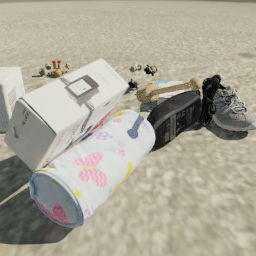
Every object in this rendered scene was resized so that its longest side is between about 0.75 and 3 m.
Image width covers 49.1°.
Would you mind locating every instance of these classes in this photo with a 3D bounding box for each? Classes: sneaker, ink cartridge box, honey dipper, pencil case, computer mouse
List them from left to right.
[{"bbox_3d":[-1.165,-0.270,5.462,0.875,1.524,2.099,45,46,4],"label":"ink cartridge box"},{"bbox_3d":[-0.594,0.673,5.903,1.348,1.235,2.971,38,41,9],"label":"pencil case"},{"bbox_3d":[0.907,-0.918,6.606,0.452,0.452,2.380,-15,5,-25],"label":"honey dipper"},{"bbox_3d":[1.497,-1.166,9.933,0.911,0.525,1.574,3,30,6],"label":"ink cartridge box"},{"bbox_3d":[1.347,-0.370,7.608,2.614,1.810,0.689,-29,51,-24],"label":"computer mouse"},{"bbox_3d":[3.052,-0.757,8.661,0.971,1.066,2.600,-9,31,-16],"label":"sneaker"}]

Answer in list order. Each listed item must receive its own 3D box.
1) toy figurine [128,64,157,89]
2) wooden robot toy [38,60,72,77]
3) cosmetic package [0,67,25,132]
[{"bbox_3d":[0.567,-1.965,10.863,1.026,1.042,0.725,15,24,29],"label":"toy figurine"},{"bbox_3d":[-3.191,-2.546,12.348,1.504,0.663,0.682,-9,41,-14],"label":"wooden robot toy"},{"bbox_3d":[-4.240,-0.880,8.394,1.866,1.538,1.540,0,29,-2],"label":"cosmetic package"}]
